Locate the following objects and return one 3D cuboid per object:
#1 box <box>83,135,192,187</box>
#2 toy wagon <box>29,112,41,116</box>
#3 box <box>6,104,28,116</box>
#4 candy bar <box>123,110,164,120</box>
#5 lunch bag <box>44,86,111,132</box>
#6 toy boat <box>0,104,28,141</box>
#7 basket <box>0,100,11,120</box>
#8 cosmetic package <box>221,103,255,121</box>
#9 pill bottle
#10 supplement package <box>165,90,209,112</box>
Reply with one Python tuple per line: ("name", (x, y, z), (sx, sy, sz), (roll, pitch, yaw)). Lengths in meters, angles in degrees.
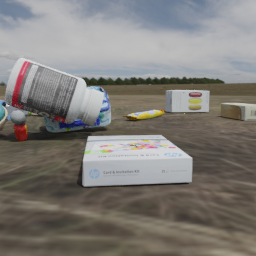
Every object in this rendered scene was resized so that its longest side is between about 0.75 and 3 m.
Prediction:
("box", (0.039, 0.450, 4.572), (1.468, 0.388, 1.883), (-1, 9, -5))
("toy wagon", (-3.971, -0.762, 13.170), (1.309, 0.334, 1.687), (-2, 9, -10))
("box", (-6.192, -0.753, 12.175), (2.885, 0.594, 2.249), (1, 8, 0))
("candy bar", (0.747, -0.561, 11.913), (0.676, 0.300, 2.710), (5, 10, 31))
("lunch bag", (-1.536, -0.576, 8.540), (1.995, 0.823, 1.604), (-7, 34, -8))
("toy boat", (-3.217, -0.204, 6.726), (1.737, 0.807, 1.460), (10, 35, 8))
("basket", (-3.745, -0.375, 8.230), (1.240, 0.862, 1.093), (14, -5, -13))
("cosmetic package", (4.727, -0.700, 11.715), (0.900, 0.608, 1.712), (-2, 8, -13))
("pill bottle", (-1.733, -0.795, 6.846), (2.137, 1.183, 1.183), (18, 4, -13))
("supplement package", (3.107, -1.415, 14.763), (2.021, 1.150, 1.107), (-2, 7, -10))
